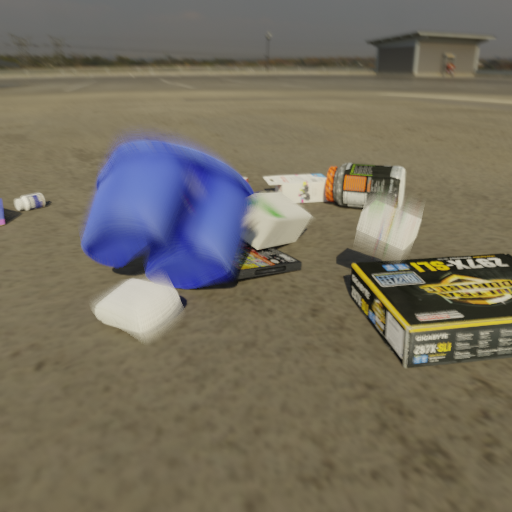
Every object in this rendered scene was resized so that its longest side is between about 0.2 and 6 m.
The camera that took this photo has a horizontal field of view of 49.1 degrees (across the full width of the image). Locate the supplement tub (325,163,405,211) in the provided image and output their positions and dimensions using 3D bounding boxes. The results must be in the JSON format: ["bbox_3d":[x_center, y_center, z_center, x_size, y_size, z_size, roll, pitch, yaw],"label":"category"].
[{"bbox_3d":[2.753,-1.742,14.139,1.862,1.141,1.141,8,23,19],"label":"supplement tub"}]

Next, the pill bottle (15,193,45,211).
[{"bbox_3d":[-5.737,-1.353,14.180,0.642,0.384,0.384,-20,29,-41],"label":"pill bottle"}]

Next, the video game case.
[{"bbox_3d":[-0.180,0.029,10.660,1.440,0.203,1.594,-7,21,-34],"label":"video game case"}]

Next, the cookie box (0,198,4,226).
[{"bbox_3d":[-6.972,-0.961,12.741,1.810,0.680,1.548,13,25,30],"label":"cookie box"}]

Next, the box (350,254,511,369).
[{"bbox_3d":[3.109,0.710,8.449,2.829,0.698,2.259,-3,20,-8],"label":"box"}]

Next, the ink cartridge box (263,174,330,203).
[{"bbox_3d":[1.071,-1.804,15.081,1.672,0.567,0.962,-3,21,-9],"label":"ink cartridge box"}]

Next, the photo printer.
[{"bbox_3d":[-1.732,0.739,8.335,1.064,0.370,0.885,8,36,35],"label":"photo printer"}]

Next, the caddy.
[{"bbox_3d":[-1.399,-0.680,8.761,2.221,1.649,3.142,24,-23,-22],"label":"caddy"}]

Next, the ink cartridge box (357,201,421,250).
[{"bbox_3d":[1.943,-0.452,8.173,0.753,0.316,0.545,27,37,24],"label":"ink cartridge box"}]

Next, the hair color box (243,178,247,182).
[{"bbox_3d":[-0.897,-2.012,15.897,1.191,0.381,0.661,7,23,13],"label":"hair color box"}]

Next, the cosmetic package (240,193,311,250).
[{"bbox_3d":[0.266,-0.731,11.253,0.939,0.741,1.746,38,24,18],"label":"cosmetic package"}]
